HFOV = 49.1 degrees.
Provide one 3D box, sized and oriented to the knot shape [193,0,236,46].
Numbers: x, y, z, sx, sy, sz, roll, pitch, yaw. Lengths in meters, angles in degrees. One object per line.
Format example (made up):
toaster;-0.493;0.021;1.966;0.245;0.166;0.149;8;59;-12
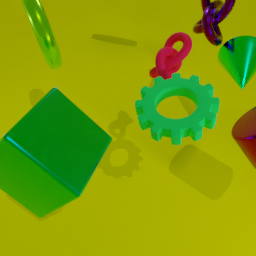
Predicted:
knot shape;2.093;-2.806;7.031;0.696;1.506;1.409;7;9;-1

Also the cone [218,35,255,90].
cone;2.779;-1.376;6.810;1.194;1.194;1.198;10;57;9

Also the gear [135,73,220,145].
gear;0.764;-0.337;4.428;1.272;0.235;1.272;-6;53;8

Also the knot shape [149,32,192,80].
knot shape;0.822;-1.333;5.315;0.501;1.014;1.084;29;12;2

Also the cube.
cube;-1.129;0.365;3.940;1.130;1.130;1.130;43;42;-14

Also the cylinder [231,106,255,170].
cylinder;2.668;0.259;4.974;1.177;1.177;1.177;52;56;-11

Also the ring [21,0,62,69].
ring;-1.739;-1.977;5.662;0.324;1.620;1.620;-22;51;-10
